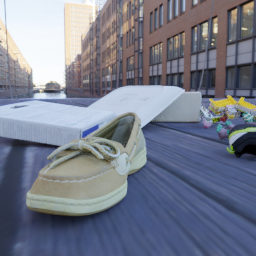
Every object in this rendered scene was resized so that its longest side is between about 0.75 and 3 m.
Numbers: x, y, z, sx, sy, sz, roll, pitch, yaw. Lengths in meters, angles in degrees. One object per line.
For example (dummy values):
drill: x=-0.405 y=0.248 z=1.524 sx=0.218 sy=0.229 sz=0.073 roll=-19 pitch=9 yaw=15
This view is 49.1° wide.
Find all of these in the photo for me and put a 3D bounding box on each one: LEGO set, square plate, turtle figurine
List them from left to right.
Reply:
square plate: x=-0.060 y=-0.810 z=9.417 sx=2.929 sy=0.421 sz=2.957 roll=6 pitch=34 yaw=42
LEGO set: x=3.605 y=-0.328 z=9.380 sx=2.660 sy=0.990 sz=1.223 roll=4 pitch=42 yaw=-5
turtle figurine: x=2.940 y=-0.047 z=6.509 sx=1.155 sy=0.777 sz=1.542 roll=7 pitch=-13 yaw=-43

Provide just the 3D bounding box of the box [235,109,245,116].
box: x=6.045 y=-0.718 z=13.191 sx=1.924 sy=0.347 sz=1.375 roll=4 pitch=8 yaw=18

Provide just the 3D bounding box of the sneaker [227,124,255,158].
sneaker: x=2.559 y=0.311 z=4.944 sx=1.567 sy=0.649 sz=0.562 roll=-3 pitch=-38 yaw=15

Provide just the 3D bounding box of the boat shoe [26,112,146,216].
boat shoe: x=-0.329 y=0.299 z=3.561 sx=0.963 sy=0.831 sz=2.640 roll=3 pitch=8 yaw=20

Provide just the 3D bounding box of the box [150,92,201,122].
box: x=1.362 y=-0.855 z=11.105 sx=2.904 sy=1.129 sz=1.379 roll=1 pitch=8 yaw=8

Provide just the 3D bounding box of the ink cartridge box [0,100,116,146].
ink cartridge box: x=-1.887 y=-0.181 z=7.064 sx=2.591 sy=0.561 sz=2.544 roll=8 pitch=13 yaw=13
